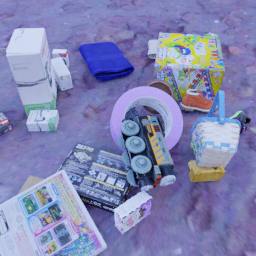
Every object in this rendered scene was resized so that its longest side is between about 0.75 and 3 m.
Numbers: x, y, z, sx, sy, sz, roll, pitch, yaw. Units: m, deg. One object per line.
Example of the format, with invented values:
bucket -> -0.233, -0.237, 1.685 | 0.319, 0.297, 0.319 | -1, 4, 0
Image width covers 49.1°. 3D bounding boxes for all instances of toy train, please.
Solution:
toy train -> 0.534, 0.642, 8.053 | 1.372, 1.026, 2.408 | -5, 51, -15

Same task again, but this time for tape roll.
tape roll -> 0.604, -0.162, 9.468 | 2.379, 0.780, 2.379 | 2, 73, -8

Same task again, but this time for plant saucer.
plant saucer -> 1.116, -1.178, 10.389 | 1.325, 0.228, 1.325 | 0, 89, -5

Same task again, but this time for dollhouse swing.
dollhouse swing -> 2.425, 1.215, 8.889 | 0.947, 0.861, 0.833 | -3, 56, -2

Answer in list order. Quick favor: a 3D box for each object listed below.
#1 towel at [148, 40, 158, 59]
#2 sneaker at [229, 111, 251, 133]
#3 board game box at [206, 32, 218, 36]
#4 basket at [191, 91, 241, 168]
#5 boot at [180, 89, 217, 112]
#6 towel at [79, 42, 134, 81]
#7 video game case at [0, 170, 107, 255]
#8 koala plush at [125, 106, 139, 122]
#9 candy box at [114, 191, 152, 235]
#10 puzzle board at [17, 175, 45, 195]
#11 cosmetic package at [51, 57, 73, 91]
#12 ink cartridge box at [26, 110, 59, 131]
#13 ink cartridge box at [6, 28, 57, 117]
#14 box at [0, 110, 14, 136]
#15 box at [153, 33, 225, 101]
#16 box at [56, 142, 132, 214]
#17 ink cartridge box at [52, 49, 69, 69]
towel -> 2.177, -4.048, 14.407 | 2.316, 0.399, 1.535 | 2, 43, 3
sneaker -> 3.989, -0.083, 10.267 | 0.670, 0.614, 1.599 | 34, 56, 31
board game box -> 4.120, -4.436, 14.628 | 0.593, 0.604, 1.151 | 34, 54, 29
basket -> 2.801, 0.087, 9.066 | 1.463, 1.855, 2.103 | 9, 57, 8
boot -> 2.898, -1.104, 11.034 | 1.578, 0.846, 0.592 | 2, 31, -17
towel -> -1.100, -3.223, 13.452 | 2.001, 0.671, 2.710 | -11, 45, -20
video game case -> -2.175, 2.658, 7.328 | 2.328, 0.303, 2.558 | -29, 58, -16
koala plush -> 0.121, -0.282, 10.255 | 1.066, 1.105, 1.202 | -22, 61, -20
candy box -> 0.141, 2.297, 7.676 | 1.045, 0.876, 0.374 | -29, 52, -26
puzzle board -> -2.863, 2.044, 8.488 | 0.926, 0.107, 1.228 | 11, 47, 10
cosmetic package -> -2.980, -2.428, 12.488 | 0.576, 0.791, 1.556 | -20, 49, -19
ink cartridge box -> -3.201, -0.276, 10.567 | 1.045, 0.439, 0.763 | -1, 45, -1
ink cartridge box -> -3.570, -2.132, 10.783 | 1.157, 2.752, 2.008 | -5, 45, -5
box -> -5.448, 0.024, 10.320 | 1.940, 0.366, 1.325 | -34, 54, -29
box -> 2.513, -2.651, 12.052 | 2.677, 1.696, 2.780 | 6, 46, 6
box -> -0.984, 1.483, 8.728 | 2.260, 0.555, 1.822 | 14, 48, 14
ink cartridge box -> -3.168, -3.252, 13.245 | 0.648, 0.878, 0.376 | 1, 46, 2
